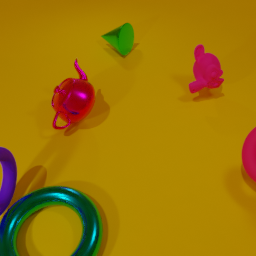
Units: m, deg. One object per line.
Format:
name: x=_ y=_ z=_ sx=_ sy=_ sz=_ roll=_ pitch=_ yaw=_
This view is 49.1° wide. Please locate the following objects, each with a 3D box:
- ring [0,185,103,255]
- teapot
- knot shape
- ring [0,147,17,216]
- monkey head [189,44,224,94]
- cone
ring: x=-1.413 y=1.900 z=5.050 sx=1.926 sy=0.385 sz=1.926 roll=0 pitch=47 yaw=0
teapot: x=-1.378 y=-0.786 z=6.844 sx=1.153 sy=0.908 sz=1.855 roll=-1 pitch=64 yaw=47
knot shape: x=3.164 y=0.658 z=4.894 sx=1.818 sy=1.942 sz=0.897 roll=51 pitch=51 yaw=-10
ring: x=-2.413 y=1.004 z=5.091 sx=0.267 sy=1.333 sz=1.333 roll=5 pitch=47 yaw=4
monkey head: x=1.977 y=-1.441 z=7.452 sx=1.052 sy=1.463 sz=0.881 roll=-28 pitch=52 yaw=5
cone: x=-0.484 y=-3.003 z=9.319 sx=1.032 sy=1.028 sz=1.028 roll=16 pitch=48 yaw=26
